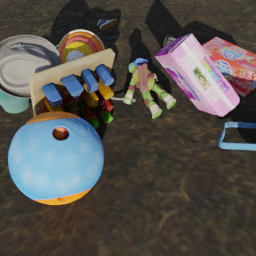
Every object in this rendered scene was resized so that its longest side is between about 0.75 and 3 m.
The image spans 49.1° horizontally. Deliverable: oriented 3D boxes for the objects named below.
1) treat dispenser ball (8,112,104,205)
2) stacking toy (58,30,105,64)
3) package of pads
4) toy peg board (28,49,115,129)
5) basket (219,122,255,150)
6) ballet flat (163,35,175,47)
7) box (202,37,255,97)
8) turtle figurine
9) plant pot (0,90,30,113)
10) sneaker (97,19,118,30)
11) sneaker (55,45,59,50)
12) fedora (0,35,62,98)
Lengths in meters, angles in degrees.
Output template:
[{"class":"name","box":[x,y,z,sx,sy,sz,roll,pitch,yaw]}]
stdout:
[{"class":"treat dispenser ball","box":[-1.769,0.738,7.070,2.321,2.321,2.321,0,47,0]},{"class":"stacking toy","box":[-1.712,-2.431,9.557,1.791,1.791,2.451,-1,18,-1]},{"class":"package of pads","box":[2.148,-1.609,8.800,1.001,2.646,1.594,-44,16,-2]},{"class":"toy peg board","box":[-1.437,-0.775,8.493,2.536,2.525,1.240,-27,72,-25]},{"class":"basket","box":[3.767,0.230,7.954,2.147,1.494,1.893,7,24,24]},{"class":"ballet flat","box":[2.089,-3.480,12.220,0.647,0.599,1.836,-21,50,-18]},{"class":"box","box":[3.919,-2.391,10.788,1.123,1.172,2.352,-34,56,-28]},{"class":"turtle figurine","box":[0.621,-1.263,10.022,1.480,2.057,1.994,-21,67,-48]},{"class":"plant pot","box":[-3.992,-1.261,9.631,1.390,1.306,1.390,0,46,0]},{"class":"sneaker","box":[-1.057,-5.307,14.113,1.060,0.371,0.575,-29,55,-21]},{"class":"sneaker","box":[-2.911,-2.848,11.640,0.711,0.631,1.682,21,60,21]},{"class":"fedora","box":[-2.816,-1.650,7.840,2.038,1.803,0.920,-8,21,-18]}]
